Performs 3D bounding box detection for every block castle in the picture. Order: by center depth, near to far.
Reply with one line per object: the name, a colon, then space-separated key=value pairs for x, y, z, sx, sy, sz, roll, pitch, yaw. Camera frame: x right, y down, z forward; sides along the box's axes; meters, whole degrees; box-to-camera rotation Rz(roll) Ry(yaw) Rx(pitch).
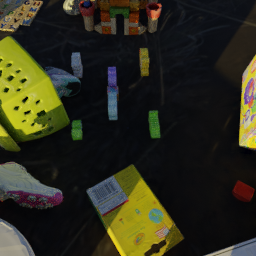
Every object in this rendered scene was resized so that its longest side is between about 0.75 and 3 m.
block castle: x=-0.223 y=-4.116 z=9.201 sx=2.589 sy=1.215 sz=1.730 roll=3 pitch=56 yaw=2

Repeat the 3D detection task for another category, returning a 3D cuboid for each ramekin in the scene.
ramekin: x=-2.647 y=2.892 z=4.400 sx=2.775 sy=1.292 sz=2.775 roll=0 pitch=55 yaw=0

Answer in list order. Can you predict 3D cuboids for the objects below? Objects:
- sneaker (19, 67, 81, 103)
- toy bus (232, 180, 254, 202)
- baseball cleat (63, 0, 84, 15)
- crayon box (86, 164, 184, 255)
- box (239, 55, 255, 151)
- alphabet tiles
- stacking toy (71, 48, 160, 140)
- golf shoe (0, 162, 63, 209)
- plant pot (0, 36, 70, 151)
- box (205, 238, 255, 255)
sneaker: x=-2.265 y=-1.215 z=7.512 sx=1.706 sy=0.663 sz=1.193 roll=-17 pitch=47 yaw=-40
toy bus: x=3.433 y=1.255 z=5.627 sx=2.018 sy=1.105 sz=2.138 roll=-23 pitch=59 yaw=-15
baseball cleat: x=-1.855 y=-4.625 z=9.967 sx=1.065 sy=0.698 sz=2.001 roll=18 pitch=49 yaw=21
crayon box: x=0.099 y=1.784 z=5.649 sx=1.166 sy=0.467 sz=1.837 roll=-27 pitch=59 yaw=-17
box: x=3.977 y=-0.580 z=6.375 sx=2.279 sy=1.443 sz=2.366 roll=17 pitch=58 yaw=2
alphabet tiles: x=-4.074 y=-4.148 z=9.914 sx=1.759 sy=0.067 sz=2.113 roll=7 pitch=56 yaw=5
stacking toy: x=-0.392 y=-0.965 z=7.404 sx=2.166 sy=0.675 sz=2.873 roll=-4 pitch=57 yaw=-2
golf shoe: x=-2.327 y=1.137 z=5.943 sx=2.038 sy=0.767 sz=0.933 roll=8 pitch=53 yaw=4
plant pot: x=-2.691 y=-0.657 z=6.522 sx=1.674 sy=1.836 sz=1.845 roll=-38 pitch=63 yaw=-18
box: x=1.787 y=2.834 z=4.773 sx=2.459 sy=0.739 sz=1.434 roll=-13 pitch=57 yaw=-9
